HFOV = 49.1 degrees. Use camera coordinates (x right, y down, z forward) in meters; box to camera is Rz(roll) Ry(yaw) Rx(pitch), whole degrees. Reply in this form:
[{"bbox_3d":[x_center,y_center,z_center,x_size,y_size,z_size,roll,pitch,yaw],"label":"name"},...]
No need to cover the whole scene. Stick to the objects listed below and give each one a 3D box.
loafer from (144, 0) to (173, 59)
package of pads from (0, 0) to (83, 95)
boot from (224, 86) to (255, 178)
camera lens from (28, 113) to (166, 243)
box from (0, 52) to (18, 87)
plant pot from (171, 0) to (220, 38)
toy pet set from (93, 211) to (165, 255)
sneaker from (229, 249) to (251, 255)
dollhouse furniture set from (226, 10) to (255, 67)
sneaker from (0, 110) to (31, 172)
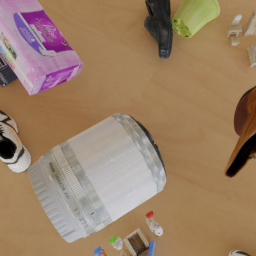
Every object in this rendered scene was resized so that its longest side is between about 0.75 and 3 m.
[{"bbox_3d":[1.082,-3.690,10.173,1.012,0.978,2.882,-3,63,5],"label":"loafer"},{"bbox_3d":[-2.628,-2.350,7.638,1.626,1.021,2.699,-32,83,-41],"label":"package of pads"},{"bbox_3d":[2.749,0.079,6.045,0.951,2.615,2.778,34,54,6],"label":"boot"},{"bbox_3d":[-0.697,1.183,7.315,2.985,2.388,2.388,-30,70,-12],"label":"camera lens"},{"bbox_3d":[-4.173,-2.407,9.639,1.396,0.868,1.408,-34,71,-13],"label":"box"},{"bbox_3d":[2.325,-4.069,10.164,1.446,1.446,1.329,38,84,14],"label":"plant pot"},{"bbox_3d":[0.186,3.064,7.000,1.679,1.568,0.892,-31,62,-12],"label":"toy pet set"},{"bbox_3d":[3.542,4.297,6.910,2.570,0.964,1.484,24,74,21],"label":"sneaker"},{"bbox_3d":[4.621,-2.926,9.763,1.840,1.054,2.158,-2,67,0],"label":"dollhouse furniture set"},{"bbox_3d":[-3.796,0.191,8.527,0.893,0.969,2.423,-37,71,-12],"label":"sneaker"}]
